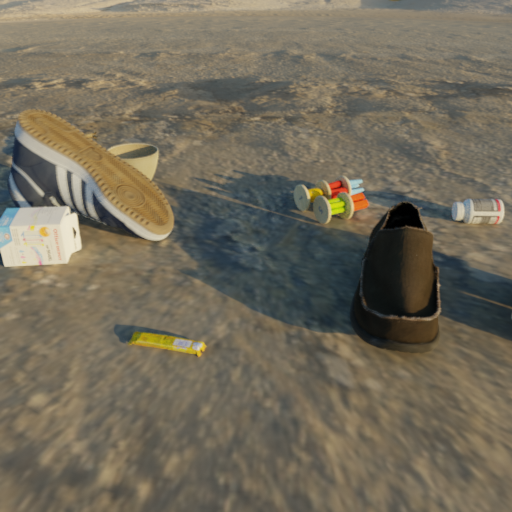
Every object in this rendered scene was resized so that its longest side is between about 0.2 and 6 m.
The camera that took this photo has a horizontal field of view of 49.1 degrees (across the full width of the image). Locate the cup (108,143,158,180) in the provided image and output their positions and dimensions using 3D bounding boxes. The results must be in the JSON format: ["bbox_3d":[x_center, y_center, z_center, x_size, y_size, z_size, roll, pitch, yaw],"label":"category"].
[{"bbox_3d":[-2.626,-1.879,12.020,1.099,0.786,1.099,0,28,0],"label":"cup"}]

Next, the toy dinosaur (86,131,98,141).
[{"bbox_3d":[-4.358,-2.513,13.289,1.242,0.715,2.456,-23,36,-33],"label":"toy dinosaur"}]

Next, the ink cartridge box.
[{"bbox_3d":[-3.527,-0.333,9.210,1.156,0.743,0.724,-3,29,-5],"label":"ink cartridge box"}]

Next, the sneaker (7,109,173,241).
[{"bbox_3d":[-3.120,-1.004,10.262,3.325,1.804,1.165,38,34,3],"label":"sneaker"}]

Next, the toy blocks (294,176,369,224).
[{"bbox_3d":[1.674,-1.146,10.933,1.485,0.539,1.238,-15,31,-25],"label":"toy blocks"}]

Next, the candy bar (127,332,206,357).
[{"bbox_3d":[-1.150,1.124,7.197,1.020,0.113,0.254,7,33,12],"label":"candy bar"}]

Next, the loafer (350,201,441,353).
[{"bbox_3d":[1.954,0.141,7.912,1.172,1.145,3.210,4,29,7],"label":"loafer"}]

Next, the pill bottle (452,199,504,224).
[{"bbox_3d":[4.114,-0.828,10.431,0.831,0.460,0.460,1,29,1],"label":"pill bottle"}]
